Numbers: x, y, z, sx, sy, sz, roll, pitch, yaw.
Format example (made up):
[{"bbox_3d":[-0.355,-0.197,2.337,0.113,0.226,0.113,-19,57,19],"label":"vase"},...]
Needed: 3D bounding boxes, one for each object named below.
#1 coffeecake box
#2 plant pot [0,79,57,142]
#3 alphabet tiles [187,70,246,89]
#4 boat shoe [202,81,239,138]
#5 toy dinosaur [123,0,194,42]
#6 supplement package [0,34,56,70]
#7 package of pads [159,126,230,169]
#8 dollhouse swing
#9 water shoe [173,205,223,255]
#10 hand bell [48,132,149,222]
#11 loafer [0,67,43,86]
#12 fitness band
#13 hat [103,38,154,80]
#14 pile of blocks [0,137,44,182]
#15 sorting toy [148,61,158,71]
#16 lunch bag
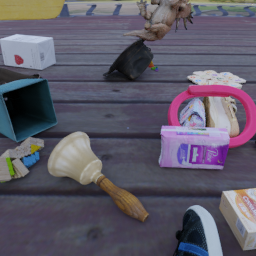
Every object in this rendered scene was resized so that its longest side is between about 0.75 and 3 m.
[{"bbox_3d":[2.432,1.546,4.953,1.254,0.458,0.962,-4,30,-7],"label":"coffeecake box"},{"bbox_3d":[-3.297,-0.641,8.047,1.935,1.367,1.368,12,30,37],"label":"plant pot"},{"bbox_3d":[3.616,-1.970,11.533,2.079,0.155,2.125,-9,30,-16],"label":"alphabet tiles"},{"bbox_3d":[2.707,-0.518,8.234,0.924,0.985,2.672,9,38,7],"label":"boat shoe"},{"bbox_3d":[0.653,-1.947,5.032,0.633,1.475,1.000,49,6,23],"label":"toy dinosaur"},{"bbox_3d":[-4.736,-3.633,13.336,2.106,1.277,1.261,10,31,17],"label":"supplement package"},{"bbox_3d":[1.477,0.459,6.420,1.516,0.913,0.573,2,31,5],"label":"package of pads"},{"bbox_3d":[-2.166,-1.979,5.219,2.410,2.331,2.652,-9,32,-19],"label":"dollhouse swing"},{"bbox_3d":[0.705,2.011,3.644,1.038,0.940,2.630,1,29,6],"label":"water shoe"},{"bbox_3d":[-0.458,1.086,5.556,2.170,1.130,1.130,33,42,26],"label":"hand bell"},{"bbox_3d":[-4.457,-1.706,10.199,2.770,0.988,1.011,-11,31,-18],"label":"loafer"},{"bbox_3d":[2.145,-0.281,7.117,2.265,1.626,0.424,-1,-14,-5],"label":"fitness band"},{"bbox_3d":[0.279,-2.730,11.738,2.790,1.125,2.790,-41,7,6],"label":"hat"},{"bbox_3d":[-2.562,0.804,6.363,0.548,0.724,1.763,-35,2,29],"label":"pile of blocks"},{"bbox_3d":[1.202,-2.904,13.054,0.302,0.300,0.872,-9,30,-15],"label":"sorting toy"},{"bbox_3d":[1.698,-0.163,7.363,0.687,1.080,0.916,7,31,11],"label":"lunch bag"}]
